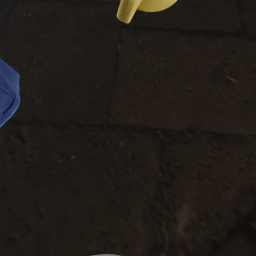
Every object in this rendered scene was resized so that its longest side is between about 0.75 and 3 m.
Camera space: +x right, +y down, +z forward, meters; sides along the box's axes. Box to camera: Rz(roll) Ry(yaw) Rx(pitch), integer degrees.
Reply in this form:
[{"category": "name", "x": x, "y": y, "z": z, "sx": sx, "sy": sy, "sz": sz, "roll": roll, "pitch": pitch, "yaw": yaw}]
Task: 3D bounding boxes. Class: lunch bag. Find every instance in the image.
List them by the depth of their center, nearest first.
[{"category": "lunch bag", "x": -3.030, "y": -0.764, "z": 4.914, "sx": 1.607, "sy": 1.565, "sz": 2.365, "roll": -42, "pitch": 34, "yaw": 3}]

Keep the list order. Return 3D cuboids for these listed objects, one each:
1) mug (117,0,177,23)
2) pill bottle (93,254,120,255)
[{"category": "mug", "x": 0.744, "y": -3.934, "z": 6.533, "sx": 2.078, "sy": 2.130, "sz": 2.595, "roll": -4, "pitch": 89, "yaw": -10}, {"category": "pill bottle", "x": -0.401, "y": 2.608, "z": 3.599, "sx": 0.955, "sy": 0.955, "sz": 1.670, "roll": -5, "pitch": 75, "yaw": -4}]
